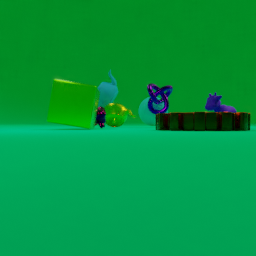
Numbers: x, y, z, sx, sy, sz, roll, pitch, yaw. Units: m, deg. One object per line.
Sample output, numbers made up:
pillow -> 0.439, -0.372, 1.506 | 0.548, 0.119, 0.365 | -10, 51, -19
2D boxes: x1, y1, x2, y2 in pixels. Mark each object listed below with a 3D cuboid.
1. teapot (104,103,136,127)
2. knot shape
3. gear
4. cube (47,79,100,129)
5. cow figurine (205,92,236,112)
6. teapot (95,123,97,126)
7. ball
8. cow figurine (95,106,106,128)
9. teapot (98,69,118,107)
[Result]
teapot -> -0.460, -0.456, 10.880 | 1.652, 0.809, 1.027 | -12, -43, 15
knot shape -> 1.063, -1.030, 9.048 | 0.993, 1.061, 0.490 | -33, 27, -24
gear -> 1.394, -0.117, 5.353 | 1.709, 0.316, 1.709 | 0, 1, 0
cube -> -1.142, -0.486, 6.061 | 0.891, 0.891, 0.891 | 9, 0, -1
cow figurine -> 3.239, -0.648, 9.676 | 1.217, 1.197, 0.668 | -8, 1, -28
teapot -> -1.469, -0.414, 12.098 | 1.078, 0.528, 0.670 | -39, 18, -23
ball -> 0.878, -0.580, 9.774 | 1.020, 1.020, 1.020 | 0, 1, 0
cow figurine -> -1.144, -0.321, 7.547 | 1.079, 1.062, 0.592 | -26, 38, 4
teapot -> -1.011, -1.449, 11.725 | 0.980, 2.001, 1.244 | 33, 14, -1
